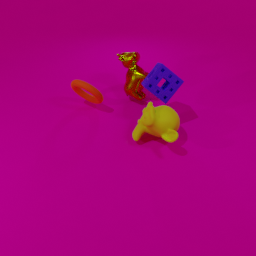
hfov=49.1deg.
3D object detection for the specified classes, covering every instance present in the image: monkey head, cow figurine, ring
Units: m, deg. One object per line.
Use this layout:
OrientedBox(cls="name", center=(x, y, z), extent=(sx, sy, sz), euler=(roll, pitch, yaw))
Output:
OrientedBox(cls="monkey head", center=(0.825, -0.043, 8.019), extent=(1.097, 1.310, 1.821), euler=(29, 17, -12))
OrientedBox(cls="cow figurine", center=(0.139, -1.809, 9.510), extent=(1.462, 1.486, 0.815), euler=(29, 21, 9))
OrientedBox(cls="ring", center=(-1.316, -1.161, 9.042), extent=(1.168, 1.168, 0.234), euler=(22, 74, 24))

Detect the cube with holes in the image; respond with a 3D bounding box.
OrientedBox(cls="cube with holes", center=(0.992, -1.334, 8.231), extent=(0.815, 0.815, 0.815), euler=(36, 11, -12))
